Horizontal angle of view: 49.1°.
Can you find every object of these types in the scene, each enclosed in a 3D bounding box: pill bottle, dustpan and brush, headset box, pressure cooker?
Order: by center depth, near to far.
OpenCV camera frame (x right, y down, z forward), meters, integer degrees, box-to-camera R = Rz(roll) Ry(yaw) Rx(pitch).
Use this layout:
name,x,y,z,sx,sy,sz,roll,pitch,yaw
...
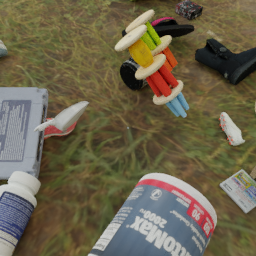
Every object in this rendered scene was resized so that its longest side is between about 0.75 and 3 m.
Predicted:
name,x,y,z,sx,sy,sz,roll,pitch,yaw
pill bottle,0.228,2.261,4.671,1.626,1.626,2.719,26,56,20
pill bottle,-2.396,1.701,5.618,0.869,0.869,1.566,11,52,9
dustpan and brush,-1.614,-0.179,6.656,0.392,0.955,1.369,45,48,0
pressure cooker,0.390,-1.751,8.400,1.063,0.949,0.935,-37,99,-26
headset box,2.395,-4.749,11.198,0.695,0.351,0.935,-32,58,-23

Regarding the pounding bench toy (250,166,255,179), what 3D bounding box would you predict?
name,x,y,z,sx,sy,sz,roll,pitch,yaw
pounding bench toy,3.961,0.885,5.812,1.947,1.209,1.518,-29,60,-9

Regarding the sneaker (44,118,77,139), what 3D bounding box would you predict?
name,x,y,z,sx,sy,sz,roll,pitch,yaw
sneaker,-1.917,-0.045,7.263,1.200,0.521,0.442,-16,53,-14

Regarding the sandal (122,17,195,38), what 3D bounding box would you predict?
name,x,y,z,sx,sy,sz,roll,pitch,yaw
sandal,1.040,-3.485,9.646,2.531,0.950,0.570,-2,88,1

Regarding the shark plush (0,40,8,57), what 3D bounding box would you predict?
name,x,y,z,sx,sy,sz,roll,pitch,yaw
shark plush,-5.353,-2.412,9.018,2.619,1.190,1.091,-25,85,-24

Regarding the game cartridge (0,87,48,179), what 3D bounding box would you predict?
name,x,y,z,sx,sy,sz,roll,pitch,yaw
game cartridge,-2.801,0.101,6.755,1.507,0.463,2.264,2,72,0

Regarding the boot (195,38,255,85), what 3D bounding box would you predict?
name,x,y,z,sx,sy,sz,roll,pitch,yaw
boot,3.374,-2.424,9.013,2.055,0.785,1.727,-36,63,-18

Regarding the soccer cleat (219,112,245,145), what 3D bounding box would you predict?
name,x,y,z,sx,sy,sz,roll,pitch,yaw
soccer cleat,2.713,0.018,7.357,0.387,0.345,0.997,-6,58,-11

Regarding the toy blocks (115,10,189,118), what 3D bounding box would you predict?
name,x,y,z,sx,sy,sz,roll,pitch,yaw
toy blocks,0.883,-1.626,7.449,0.906,2.495,2.079,-24,28,31

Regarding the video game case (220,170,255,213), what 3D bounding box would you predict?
name,x,y,z,sx,sy,sz,roll,pitch,yaw
video game case,2.632,1.415,6.355,0.737,0.089,0.810,-27,55,-20
